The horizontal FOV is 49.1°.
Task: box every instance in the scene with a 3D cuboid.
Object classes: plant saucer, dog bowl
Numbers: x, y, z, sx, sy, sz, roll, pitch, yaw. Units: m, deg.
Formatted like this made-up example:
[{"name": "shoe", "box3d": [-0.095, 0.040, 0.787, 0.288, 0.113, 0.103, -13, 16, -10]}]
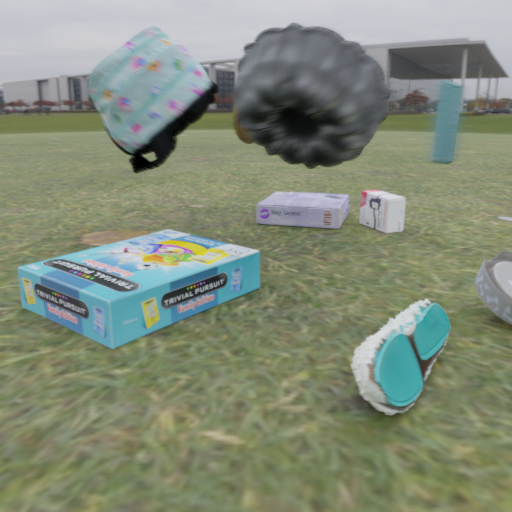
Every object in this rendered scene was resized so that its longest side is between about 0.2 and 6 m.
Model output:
[{"name": "plant saucer", "box3d": [4.224, -2.929, 12.337, 0.619, 1.770, 0.168, 0, 9, -37]}, {"name": "dog bowl", "box3d": [3.841, 0.523, 8.213, 1.343, 0.394, 1.343, 14, 41, -12]}]

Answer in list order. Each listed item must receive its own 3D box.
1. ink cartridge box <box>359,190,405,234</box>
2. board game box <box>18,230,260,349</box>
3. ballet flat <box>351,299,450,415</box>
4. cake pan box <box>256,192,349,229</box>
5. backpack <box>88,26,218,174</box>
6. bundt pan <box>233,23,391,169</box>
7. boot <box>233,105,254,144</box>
[{"name": "ink cartridge box", "box3d": [3.103, -1.107, 13.855, 0.499, 0.857, 1.184, -7, 19, -23]}, {"name": "board game box", "box3d": [-1.801, 0.356, 9.133, 2.338, 0.727, 3.097, 13, 21, 38]}, {"name": "ballet flat", "box3d": [1.597, 1.200, 6.543, 0.879, 0.879, 2.450, 10, 17, 32]}, {"name": "cake pan box", "box3d": [1.249, -1.263, 14.916, 2.267, 0.593, 2.088, 4, 15, 13]}, {"name": "backpack", "box3d": [-2.047, -3.045, 10.866, 1.968, 2.595, 3.110, 42, -1, -15]}, {"name": "bundt pan", "box3d": [0.888, -2.719, 10.491, 3.028, 1.136, 3.028, 18, -24, 8]}, {"name": "boot", "box3d": [0.427, -3.462, 13.478, 0.855, 2.264, 2.585, -16, 35, -27]}]
